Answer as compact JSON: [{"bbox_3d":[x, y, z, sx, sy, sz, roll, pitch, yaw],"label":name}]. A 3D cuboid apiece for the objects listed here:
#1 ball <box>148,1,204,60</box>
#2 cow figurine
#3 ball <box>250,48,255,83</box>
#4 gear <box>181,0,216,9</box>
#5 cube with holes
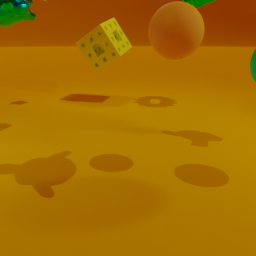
[{"bbox_3d":[0.758,-1.527,4.430,0.868,0.868,0.868,0,18,0],"label":"ball"},{"bbox_3d":[-2.908,-2.618,6.206,1.408,0.773,1.386,-8,13,11],"label":"cow figurine"},{"bbox_3d":[2.317,-0.959,4.165,0.930,0.930,0.930,0,18,0],"label":"ball"},{"bbox_3d":[2.819,-4.538,9.305,2.066,0.382,2.066,-24,21,10],"label":"gear"},{"bbox_3d":[-0.907,-3.240,10.941,1.323,1.323,1.323,-24,18,33],"label":"cube with holes"}]
